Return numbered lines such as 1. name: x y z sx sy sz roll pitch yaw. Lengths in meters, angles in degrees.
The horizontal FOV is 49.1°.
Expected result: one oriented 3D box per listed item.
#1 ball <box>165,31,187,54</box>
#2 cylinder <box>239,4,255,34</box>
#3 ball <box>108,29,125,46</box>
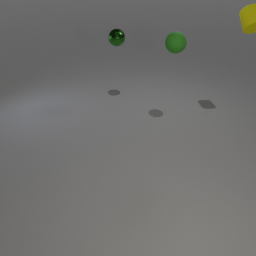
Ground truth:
1. ball: 1.580 -2.820 9.251 0.700 0.700 0.700 0 31 0
2. cylinder: 4.171 -3.659 9.408 0.700 0.700 0.700 -5 76 -1
3. ball: -0.466 -3.753 11.623 0.700 0.700 0.700 0 31 0
